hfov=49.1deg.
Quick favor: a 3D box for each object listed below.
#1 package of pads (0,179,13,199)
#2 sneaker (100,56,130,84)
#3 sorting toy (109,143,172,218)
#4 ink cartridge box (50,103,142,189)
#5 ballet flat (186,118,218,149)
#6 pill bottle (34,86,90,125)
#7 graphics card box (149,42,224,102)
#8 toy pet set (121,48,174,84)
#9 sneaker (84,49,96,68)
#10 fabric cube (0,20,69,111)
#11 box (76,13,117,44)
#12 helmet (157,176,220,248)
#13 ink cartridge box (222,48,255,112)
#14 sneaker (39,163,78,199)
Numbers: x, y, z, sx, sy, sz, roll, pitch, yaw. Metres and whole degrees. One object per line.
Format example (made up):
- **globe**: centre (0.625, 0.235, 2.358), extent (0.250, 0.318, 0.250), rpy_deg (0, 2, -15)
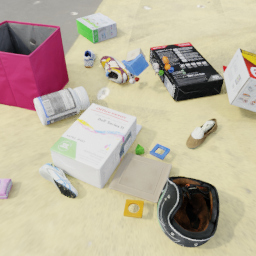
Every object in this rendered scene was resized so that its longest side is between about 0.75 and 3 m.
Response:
- **package of pads**: centre (-3.453, 1.558, 7.221), extent (0.823, 0.311, 0.496), rpy_deg (0, 41, 0)
- **sneaker**: centre (-0.666, -2.311, 10.963), extent (0.769, 0.639, 1.706), rpy_deg (-24, 50, -38)
- **sorting toy**: centre (0.349, 1.342, 7.454), extent (1.392, 0.337, 2.472), rpy_deg (12, 44, 18)
- **ink cartridge box**: centre (-0.769, 0.244, 8.159), extent (1.585, 0.911, 2.707), rpy_deg (19, 47, 19)
- **ballet flat**: centre (2.300, 0.102, 8.609), extent (1.420, 0.514, 0.481), rpy_deg (-31, 51, -28)
- **pill bottle**: centre (-2.153, -0.772, 9.233), extent (1.632, 0.928, 0.928), rpy_deg (-21, 47, -22)
- **graphics card box**: centre (2.161, -2.294, 10.953), extent (1.872, 0.759, 2.984), rpy_deg (-11, 43, -12)
- **toy pet set**: centre (0.586, -2.000, 9.756), extent (1.588, 1.482, 0.843), rpy_deg (-12, 51, 28)
- **sneaker**: centre (-1.648, -3.119, 11.972), extent (0.482, 0.565, 1.281), rpy_deg (-5, 43, -3)
- **fabric cube**: centre (-3.613, -2.191, 9.804), extent (2.219, 2.212, 2.177), rpy_deg (10, 45, 10)
- **box**: centre (-1.538, -4.942, 13.743), extent (1.379, 0.756, 1.563), rpy_deg (-28, 50, -27)
- **helmet**: centre (1.284, 1.847, 6.151), extent (1.424, 1.357, 1.424), rpy_deg (7, 3, 0)
- **ink cartridge box**: centre (4.757, -1.531, 9.379), extent (2.751, 1.154, 2.415), rpy_deg (16, 43, -6)
- **sneaker**: centre (-1.766, 1.339, 7.342), extent (1.352, 0.486, 0.490), rpy_deg (32, 50, 26)
